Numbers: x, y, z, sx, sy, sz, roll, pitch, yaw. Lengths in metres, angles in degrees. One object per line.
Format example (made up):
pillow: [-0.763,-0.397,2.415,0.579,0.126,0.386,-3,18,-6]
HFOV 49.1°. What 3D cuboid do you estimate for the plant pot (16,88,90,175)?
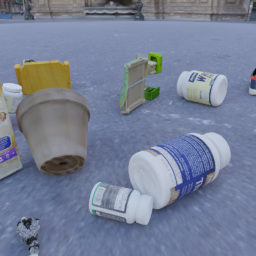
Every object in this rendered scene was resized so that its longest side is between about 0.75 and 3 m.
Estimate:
plant pot: [-1.632,0.209,6.517,1.747,1.747,1.516,-8,60,-17]

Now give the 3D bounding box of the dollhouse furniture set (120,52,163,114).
dollhouse furniture set: [0.090,-1.832,10.611,1.384,1.807,2.759,15,29,26]

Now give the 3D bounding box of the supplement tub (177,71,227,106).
supplement tub: [2.837,-1.561,10.782,1.628,1.181,1.181,18,31,34]

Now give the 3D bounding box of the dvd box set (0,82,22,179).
dvd box set: [-3.188,0.221,5.758,0.327,2.223,1.626,17,34,36]

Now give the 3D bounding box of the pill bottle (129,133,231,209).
pill bottle: [1.154,0.776,5.899,2.085,1.157,1.157,-17,30,-31]

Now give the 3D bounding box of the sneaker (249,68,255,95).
sneaker: [5.990,-2.329,12.401,1.042,1.175,2.781,10,27,20]

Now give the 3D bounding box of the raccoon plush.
raccoon plush: [-1.716,1.873,4.730,0.380,0.526,0.785,6,54,-22]

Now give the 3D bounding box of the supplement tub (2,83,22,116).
supplement tub: [-3.553,-0.865,8.480,0.621,0.857,0.621,15,21,-6]

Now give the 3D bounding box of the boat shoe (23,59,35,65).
boat shoe: [-5.618,-3.669,15.972,0.486,0.529,1.480,-8,22,-5]

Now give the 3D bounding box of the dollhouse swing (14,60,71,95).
dollhouse swing: [-3.690,-2.512,12.249,2.121,1.927,1.864,-7,47,-14]

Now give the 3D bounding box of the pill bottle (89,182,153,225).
pill bottle: [-0.120,1.411,5.203,1.082,0.612,0.612,9,27,18]
